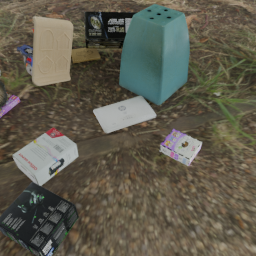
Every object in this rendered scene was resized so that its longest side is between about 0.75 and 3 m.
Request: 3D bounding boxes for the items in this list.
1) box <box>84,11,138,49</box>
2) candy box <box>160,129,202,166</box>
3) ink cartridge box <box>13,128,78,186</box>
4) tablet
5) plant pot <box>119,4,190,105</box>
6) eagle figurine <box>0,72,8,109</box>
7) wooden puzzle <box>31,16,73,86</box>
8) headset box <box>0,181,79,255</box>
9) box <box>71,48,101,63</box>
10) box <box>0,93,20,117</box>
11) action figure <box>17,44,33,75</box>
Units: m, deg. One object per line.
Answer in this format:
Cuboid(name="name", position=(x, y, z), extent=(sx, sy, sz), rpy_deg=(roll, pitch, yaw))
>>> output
Cuboid(name="box", position=(-0.566, -3.993, 11.633), extent=(2.431, 1.047, 1.991), rpy_deg=(-2, 5, -7))
Cuboid(name="candy box", position=(1.599, 0.571, 8.480), extent=(0.993, 0.355, 0.833), rpy_deg=(27, 52, 25))
Cuboid(name="ink cartridge box", position=(-2.352, 0.804, 8.074), extent=(1.069, 0.607, 1.466), rpy_deg=(32, 54, 27))
Cuboid(name="tablet", position=(-0.122, -0.518, 9.701), extent=(1.912, 0.131, 1.244), rpy_deg=(-18, 48, -17))
Cuboid(name="plant pot", position=(0.978, -2.716, 9.995), extent=(1.954, 2.766, 1.955), rpy_deg=(31, 54, 27))
Cuboid(name="eagle figurine", position=(-5.045, -1.384, 9.748), extent=(1.410, 1.403, 1.859), rpy_deg=(-20, 29, -17))
Cuboid(name="wooden puzzle", position=(-2.107, -2.093, 7.654), extent=(0.392, 1.693, 1.568), rpy_deg=(12, 20, 21))
Cuboid(name="headset box", position=(-2.170, 2.172, 6.696), extent=(1.473, 0.683, 1.283), rpy_deg=(21, 50, 19))
Cuboid(name="box", position=(-1.905, -3.249, 12.341), extent=(1.215, 0.129, 0.993), rpy_deg=(-12, 47, -12))
Cuboid(name="box", position=(-4.539, -0.808, 9.902), extent=(0.796, 0.227, 1.163), rpy_deg=(21, 49, 19))
Cuboid(name="action figure", position=(-3.438, -2.818, 11.609), extent=(2.014, 1.053, 1.948), rpy_deg=(30, 56, -7))
